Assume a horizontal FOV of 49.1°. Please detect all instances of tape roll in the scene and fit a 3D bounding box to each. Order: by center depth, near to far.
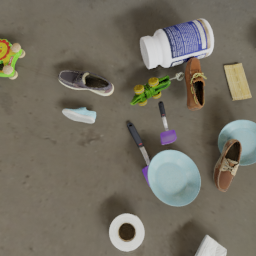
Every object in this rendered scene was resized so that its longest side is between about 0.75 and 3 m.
[{"bbox_3d":[-0.039,3.731,10.079,1.269,0.444,1.269,0,72,0],"label":"tape roll"}]

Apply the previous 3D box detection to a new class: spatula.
[{"bbox_3d":[1.370,-0.247,10.380,0.576,0.209,2.037,-15,54,12],"label":"spatula"},{"bbox_3d":[0.630,0.963,11.064,0.790,0.287,2.794,-23,73,-9],"label":"spatula"}]

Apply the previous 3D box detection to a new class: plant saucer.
[{"bbox_3d":[1.684,1.891,10.531,2.128,0.410,2.128,7,64,-14],"label":"plant saucer"},{"bbox_3d":[4.440,0.551,10.912,1.782,0.343,1.782,3,98,19],"label":"plant saucer"}]

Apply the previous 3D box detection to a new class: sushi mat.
[{"bbox_3d":[4.729,-2.004,12.116,0.816,0.103,1.705,-7,72,-3],"label":"sushi mat"}]

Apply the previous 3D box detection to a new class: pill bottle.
[{"bbox_3d":[2.002,-3.475,11.778,2.775,1.606,1.606,-16,73,-6],"label":"pill bottle"}]

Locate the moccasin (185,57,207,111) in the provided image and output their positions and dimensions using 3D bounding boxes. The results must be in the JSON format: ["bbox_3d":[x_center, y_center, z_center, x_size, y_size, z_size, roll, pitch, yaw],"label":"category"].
[{"bbox_3d":[2.717,-1.804,11.153,0.795,0.838,2.172,13,73,-25],"label":"moccasin"}]

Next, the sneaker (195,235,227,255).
[{"bbox_3d":[2.753,4.740,9.656,1.002,0.638,1.733,31,74,13],"label":"sneaker"}]

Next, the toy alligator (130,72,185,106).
[{"bbox_3d":[1.125,-1.730,11.638,2.591,0.859,0.623,-28,47,-8],"label":"toy alligator"}]

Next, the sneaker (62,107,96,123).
[{"bbox_3d":[-1.973,-0.610,11.514,1.388,0.513,0.569,17,58,0],"label":"sneaker"}]

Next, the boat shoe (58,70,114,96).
[{"bbox_3d":[-1.783,-2.019,11.757,2.443,0.792,0.879,18,73,6],"label":"boat shoe"}]

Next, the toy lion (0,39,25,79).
[{"bbox_3d":[-5.525,-3.093,12.290,1.670,0.598,1.743,8,72,10],"label":"toy lion"}]

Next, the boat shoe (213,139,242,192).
[{"bbox_3d":[3.792,1.375,10.617,0.793,0.752,2.095,15,81,6],"label":"boat shoe"}]
